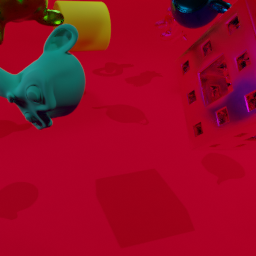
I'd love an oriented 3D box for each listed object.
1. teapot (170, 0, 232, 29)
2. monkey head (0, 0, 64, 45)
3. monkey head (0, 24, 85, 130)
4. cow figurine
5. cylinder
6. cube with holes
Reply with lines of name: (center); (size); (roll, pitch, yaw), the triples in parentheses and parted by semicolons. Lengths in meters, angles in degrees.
teapot: (1.317, -2.691, 5.780); (1.775, 1.103, 0.869); (30, 11, 23)
monkey head: (-2.060, -2.174, 4.907); (1.106, 1.836, 1.320); (-2, 72, 32)
monkey head: (-1.099, -0.572, 3.477); (1.082, 1.504, 0.906); (26, 47, -1)
cow figurine: (1.548, -3.233, 8.884); (1.472, 1.496, 0.821); (-21, 78, -35)
cylinder: (-1.323, -2.837, 7.883); (1.324, 1.324, 1.324); (-9, 34, -22)
cube with holes: (1.518, -0.502, 3.341); (1.255, 1.255, 1.255); (2, 71, -24)
